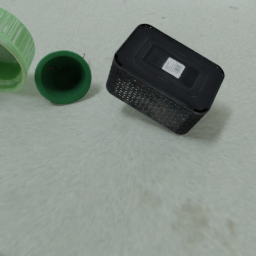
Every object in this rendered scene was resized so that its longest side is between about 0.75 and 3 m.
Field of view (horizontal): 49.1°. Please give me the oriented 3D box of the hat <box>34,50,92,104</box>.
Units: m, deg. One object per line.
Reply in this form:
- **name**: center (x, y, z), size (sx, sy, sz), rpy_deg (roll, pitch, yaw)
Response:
- **hat**: center (-1.906, -1.520, 8.619), size (1.812, 1.501, 1.595), rpy_deg (-18, 9, -14)

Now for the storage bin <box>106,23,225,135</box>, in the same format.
- **storage bin**: center (0.893, -1.211, 6.995), size (2.486, 1.165, 1.681), rpy_deg (31, 60, 3)

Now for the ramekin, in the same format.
- **ramekin**: center (-3.779, -2.198, 7.714), size (2.401, 2.401, 1.173), rpy_deg (7, 57, 7)
